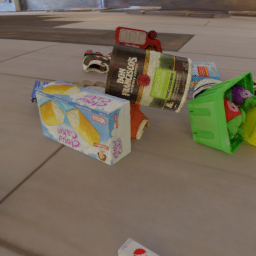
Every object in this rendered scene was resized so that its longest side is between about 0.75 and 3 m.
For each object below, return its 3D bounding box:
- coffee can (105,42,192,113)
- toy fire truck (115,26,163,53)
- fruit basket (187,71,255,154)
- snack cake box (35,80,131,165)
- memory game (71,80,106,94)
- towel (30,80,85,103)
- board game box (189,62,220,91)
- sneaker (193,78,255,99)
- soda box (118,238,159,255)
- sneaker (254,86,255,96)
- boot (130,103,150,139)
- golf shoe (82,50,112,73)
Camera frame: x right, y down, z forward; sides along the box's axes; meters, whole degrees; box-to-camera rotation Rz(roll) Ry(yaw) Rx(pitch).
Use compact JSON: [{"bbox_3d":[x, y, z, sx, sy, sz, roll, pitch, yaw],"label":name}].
[{"bbox_3d":[0.577,-1.519,8.568,2.325,1.702,1.702,11,28,-3],"label":"coffee can"},{"bbox_3d":[0.531,-3.369,12.737,2.588,2.173,1.451,-2,26,-27],"label":"toy fire truck"},{"bbox_3d":[3.384,-0.390,7.923,2.796,2.017,2.796,-13,17,4],"label":"fruit basket"},{"bbox_3d":[-1.250,-0.223,7.724,2.703,1.554,0.908,19,34,32],"label":"snack cake box"},{"bbox_3d":[-0.994,-1.200,10.445,2.667,0.170,2.667,12,28,-7],"label":"memory game"},{"bbox_3d":[-2.132,-1.302,10.489,2.769,0.330,2.005,5,26,-15],"label":"towel"},{"bbox_3d":[2.801,-2.406,12.725,2.335,0.666,2.385,5,29,8],"label":"board game box"},{"bbox_3d":[3.710,-1.091,10.105,2.777,1.050,1.217,6,34,31],"label":"sneaker"},{"bbox_3d":[0.324,2.203,4.484,0.996,0.339,0.317,19,34,32],"label":"soda box"},{"bbox_3d":[4.888,-0.553,8.795,2.909,1.168,1.256,12,32,24],"label":"sneaker"},{"bbox_3d":[0.217,-0.309,8.883,1.094,0.766,2.040,16,34,10],"label":"boot"},{"bbox_3d":[-0.901,-3.244,14.215,2.809,1.084,1.237,-2,49,1],"label":"golf shoe"}]
